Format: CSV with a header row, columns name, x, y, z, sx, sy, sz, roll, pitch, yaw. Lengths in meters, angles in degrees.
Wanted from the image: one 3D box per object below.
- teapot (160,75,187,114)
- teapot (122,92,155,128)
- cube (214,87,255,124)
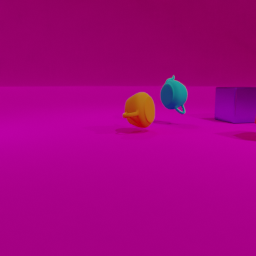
name,x,y,z,sx,sy,sz,roll,pitch,yaw
teapot,1.565,-1.144,9.363,0.768,1.568,0.975,-1,-27,-28
teapot,0.302,-0.502,7.942,0.791,1.005,1.616,-3,13,27
cube,3.958,-0.854,10.005,1.213,1.213,1.213,-3,9,-15
